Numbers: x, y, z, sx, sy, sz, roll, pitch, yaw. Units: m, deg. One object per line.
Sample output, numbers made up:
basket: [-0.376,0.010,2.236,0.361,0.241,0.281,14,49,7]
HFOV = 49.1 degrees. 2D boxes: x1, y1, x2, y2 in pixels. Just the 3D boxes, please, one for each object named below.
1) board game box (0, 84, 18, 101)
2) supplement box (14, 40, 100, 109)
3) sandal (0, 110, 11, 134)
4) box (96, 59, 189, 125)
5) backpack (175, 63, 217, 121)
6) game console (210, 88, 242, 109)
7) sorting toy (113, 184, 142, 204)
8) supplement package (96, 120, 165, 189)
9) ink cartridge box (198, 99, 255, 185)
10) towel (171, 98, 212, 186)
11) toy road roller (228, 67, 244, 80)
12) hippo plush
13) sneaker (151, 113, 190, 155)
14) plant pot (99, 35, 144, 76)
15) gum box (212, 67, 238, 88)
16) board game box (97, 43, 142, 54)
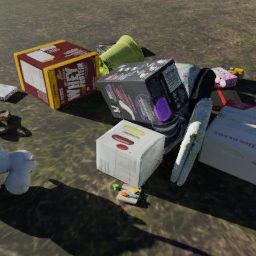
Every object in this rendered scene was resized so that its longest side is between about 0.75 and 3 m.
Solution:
board game box: [-6.146,-1.754,13.651,1.054,0.230,1.060,11,37,15]
supplement box: [-3.321,-2.704,13.528,2.862,1.901,2.823,29,45,35]
sandal: [-5.199,-0.338,11.448,0.710,0.474,1.738,-3,36,-5]
box: [0.426,-1.224,9.353,1.390,1.603,2.622,-40,30,-27]
backpack: [1.856,-1.593,10.794,2.566,1.624,2.142,16,76,29]
game console: [4.422,-1.382,13.155,1.588,0.279,1.796,-2,35,5]
sorting toy: [-0.089,1.946,8.504,0.890,0.131,0.658,10,32,14]
supplement package: [0.085,0.791,9.179,1.651,1.214,1.579,21,38,26]
ink cartridge box: [4.032,0.322,9.845,2.153,1.249,2.917,22,42,26]
towel: [2.007,0.442,8.810,0.556,2.311,1.978,19,40,9]
toy road roller: [5.675,-2.811,14.918,0.863,0.531,0.630,18,51,31]
hippo plush: [-3.804,1.187,8.598,1.772,1.755,2.204,15,64,-26]
sneaker: [1.695,-0.259,10.396,0.986,1.526,2.814,20,38,28]
plant pot: [-0.526,-3.551,14.910,1.917,2.085,2.085,-34,47,-23]
gum box: [4.909,-2.631,14.652,0.840,0.490,1.480,-15,38,-21]
board game box: [-0.572,-5.186,18.375,2.520,0.355,1.704,-15,38,-21]
